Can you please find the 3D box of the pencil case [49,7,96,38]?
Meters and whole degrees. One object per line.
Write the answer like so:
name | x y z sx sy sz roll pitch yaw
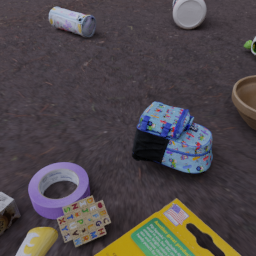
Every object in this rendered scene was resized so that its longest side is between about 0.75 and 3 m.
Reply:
pencil case | -2.444 -4.635 12.216 2.246 0.934 1.019 27 18 31

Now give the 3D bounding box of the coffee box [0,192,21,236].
coffee box | -2.283 1.578 4.637 0.354 0.502 0.888 20 43 23

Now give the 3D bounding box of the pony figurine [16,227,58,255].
pony figurine | -1.829 2.246 2.461 2.444 2.109 2.532 -5 34 -1

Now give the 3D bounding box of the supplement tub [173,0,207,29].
supplement tub | 2.835 -5.646 13.091 1.471 1.471 2.097 5 38 6

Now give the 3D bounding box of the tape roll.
tape roll | -1.279 1.155 5.295 1.096 0.360 1.096 0 39 0

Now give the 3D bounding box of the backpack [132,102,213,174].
backpack | 1.028 0.216 5.797 1.556 1.046 1.420 19 28 19

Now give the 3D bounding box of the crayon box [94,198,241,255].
crayon box | 0.261 2.231 3.638 2.534 0.654 1.593 -26 44 -27

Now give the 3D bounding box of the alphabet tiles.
alphabet tiles | -0.713 1.512 4.576 0.797 0.025 0.663 -18 75 -19

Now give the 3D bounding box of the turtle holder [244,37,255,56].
turtle holder | 4.933 -3.026 10.019 1.028 1.100 1.448 -14 51 -16

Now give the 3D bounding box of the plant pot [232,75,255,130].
plant pot | 3.517 -0.487 6.950 1.903 0.878 1.903 -2 40 2
